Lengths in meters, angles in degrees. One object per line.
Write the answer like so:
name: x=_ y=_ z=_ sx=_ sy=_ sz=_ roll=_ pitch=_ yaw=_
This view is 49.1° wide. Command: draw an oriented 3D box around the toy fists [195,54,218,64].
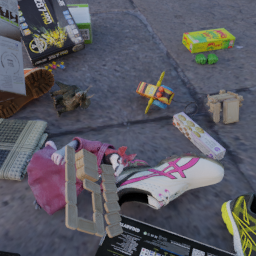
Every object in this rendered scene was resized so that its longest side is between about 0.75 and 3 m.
toy fists: x=3.266 y=-2.847 z=11.633 sx=0.921 sy=0.317 sz=0.469 roll=1 pitch=36 yaw=3

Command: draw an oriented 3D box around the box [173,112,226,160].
box: x=2.059 y=0.225 z=8.338 sx=0.398 sy=0.372 sz=1.921 roll=-21 pitch=48 yaw=-21

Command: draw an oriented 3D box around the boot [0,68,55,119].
boot: x=-4.046 y=-1.233 z=9.585 sx=2.851 sy=1.070 sz=1.529 roll=-31 pitch=33 yaw=-23

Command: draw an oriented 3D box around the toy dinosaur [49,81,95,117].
toy dinosaur: x=-1.935 y=-1.037 z=9.442 sx=1.211 sy=0.912 sz=2.368 roll=-18 pitch=25 yaw=-16

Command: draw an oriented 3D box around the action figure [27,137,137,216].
action figure: x=-0.977 y=0.993 z=6.537 sx=2.661 sy=1.782 sz=1.981 roll=-21 pitch=15 yaw=16

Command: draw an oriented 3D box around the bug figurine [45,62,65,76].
bug figurine: x=-2.981 y=-2.330 z=11.135 sx=0.719 sy=0.238 sz=0.927 roll=25 pitch=53 yaw=32

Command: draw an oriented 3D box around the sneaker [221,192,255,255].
sneaker: x=2.643 y=2.251 z=5.638 sx=0.810 sy=0.920 sz=2.175 roll=17 pitch=36 yaw=-28

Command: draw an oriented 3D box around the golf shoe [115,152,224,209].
golf shoe: x=0.900 y=1.377 z=6.732 sx=2.852 sy=1.036 sz=1.313 roll=-7 pitch=48 yaw=6

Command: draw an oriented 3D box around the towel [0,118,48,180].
towel: x=-3.568 y=0.542 z=8.108 sx=2.073 sy=0.372 sz=2.154 roll=4 pitch=46 yaw=9

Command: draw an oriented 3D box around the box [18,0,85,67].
box: x=-3.396 y=-4.211 z=11.718 sx=2.296 sy=0.699 sz=2.849 roll=-22 pitch=76 yaw=-13

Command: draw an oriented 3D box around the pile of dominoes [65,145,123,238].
pile of dominoes: x=-0.568 y=0.978 z=4.227 sx=0.225 sy=1.102 sz=1.414 roll=-35 pitch=42 yaw=23

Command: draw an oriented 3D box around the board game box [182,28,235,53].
board game box: x=3.632 y=-3.971 z=12.669 sx=2.046 sy=0.487 sz=1.040 roll=-11 pitch=45 yaw=-12

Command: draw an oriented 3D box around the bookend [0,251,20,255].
bookend: x=-2.925 y=3.072 z=5.099 sx=1.554 sy=0.716 sz=1.544 roll=6 pitch=44 yaw=7

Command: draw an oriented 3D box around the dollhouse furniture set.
dollhouse furniture set: x=3.058 y=-0.723 z=9.456 sx=1.274 sy=0.729 sz=1.494 roll=-10 pitch=20 yaw=-10

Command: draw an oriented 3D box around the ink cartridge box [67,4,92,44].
ink cartridge box: x=-2.707 y=-5.024 z=13.432 sx=1.871 sy=0.959 sz=2.532 roll=-5 pitch=44 yaw=-5

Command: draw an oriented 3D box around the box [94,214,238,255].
box: x=0.548 y=3.022 z=5.205 sx=2.694 sy=0.665 sz=2.151 roll=14 pitch=47 yaw=15

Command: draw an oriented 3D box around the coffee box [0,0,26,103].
coffee box: x=-3.529 y=-1.951 z=6.968 sx=1.461 sy=1.019 sz=2.556 roll=-11 pitch=83 yaw=25

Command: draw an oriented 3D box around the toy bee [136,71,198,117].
toy bee: x=1.068 y=-1.161 z=9.045 sx=2.178 sy=1.184 sz=1.426 roll=1 pitch=78 yaw=32
